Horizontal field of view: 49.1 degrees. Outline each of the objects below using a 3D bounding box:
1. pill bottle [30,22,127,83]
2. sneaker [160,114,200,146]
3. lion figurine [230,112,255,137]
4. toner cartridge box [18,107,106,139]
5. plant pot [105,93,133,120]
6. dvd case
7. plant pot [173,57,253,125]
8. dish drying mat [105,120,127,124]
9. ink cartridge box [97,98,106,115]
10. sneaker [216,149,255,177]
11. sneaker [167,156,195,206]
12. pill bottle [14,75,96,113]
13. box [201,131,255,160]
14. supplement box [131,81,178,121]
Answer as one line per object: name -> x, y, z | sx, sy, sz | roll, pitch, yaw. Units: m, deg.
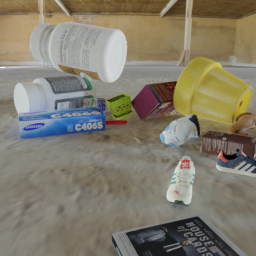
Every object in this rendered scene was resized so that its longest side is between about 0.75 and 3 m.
pill bottle -> -1.470, -2.297, 8.224 | 2.588, 1.480, 1.480 | 16, 20, 19
sneaker -> 1.554, 0.039, 7.983 | 0.730, 0.724, 2.014 | -9, 3, 33
lion figurine -> 3.530, -0.076, 8.557 | 1.674, 0.606, 1.025 | -21, 16, -41
toner cartridge box -> -2.141, -0.217, 9.071 | 2.607, 0.563, 1.238 | -6, 17, -21
plant pot -> -0.294, -0.786, 10.545 | 0.832, 0.755, 0.828 | -22, 20, -11
dvd case -> 0.618, 1.531, 3.481 | 1.404, 0.174, 1.055 | -6, 17, -19
plant pot -> 3.091, -1.166, 9.909 | 2.093, 2.224, 2.224 | 29, 30, 34
dish drying mat -> -0.517, -0.202, 9.947 | 0.960, 0.087, 0.369 | -2, 15, -4
ink cartridge box -> -1.094, -0.883, 11.452 | 0.328, 0.587, 0.860 | -3, 16, -12
sneaker -> 2.474, 0.705, 5.887 | 1.151, 0.486, 0.431 | 4, 16, 14
sneaker -> 0.966, 0.892, 5.032 | 0.434, 0.577, 1.234 | 5, 16, 17
pill bottle -> -2.746, -1.182, 10.718 | 2.752, 1.557, 1.557 | -13, 20, -42
box -> 2.524, 0.429, 6.948 | 1.270, 0.476, 0.636 | 11, 19, 30
supplement box -> 1.275, -1.071, 10.655 | 2.050, 0.878, 1.131 | -14, -23, -43
